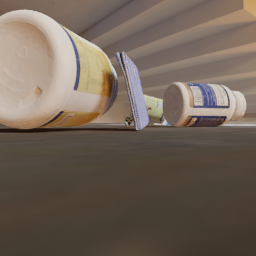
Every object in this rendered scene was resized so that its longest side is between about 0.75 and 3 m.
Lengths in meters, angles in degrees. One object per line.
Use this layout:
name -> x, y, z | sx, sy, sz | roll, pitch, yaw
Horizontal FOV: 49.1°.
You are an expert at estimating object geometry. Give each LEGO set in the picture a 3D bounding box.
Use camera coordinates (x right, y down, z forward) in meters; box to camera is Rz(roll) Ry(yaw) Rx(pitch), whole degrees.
LEGO set -> 0.220, -0.391, 8.324 | 0.756, 0.330, 1.164 | -34, 4, 27

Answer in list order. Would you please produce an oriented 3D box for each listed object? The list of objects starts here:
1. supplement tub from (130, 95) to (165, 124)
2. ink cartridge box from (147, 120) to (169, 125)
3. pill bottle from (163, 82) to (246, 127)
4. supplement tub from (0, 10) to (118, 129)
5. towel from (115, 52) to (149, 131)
supplement tub -> 0.846, -0.785, 11.376 | 1.378, 0.999, 0.999 | 14, -1, -10
ink cartridge box -> 1.329, -0.318, 12.985 | 0.971, 0.417, 0.711 | 1, -1, -40
pill bottle -> 2.653, -0.784, 9.648 | 2.641, 1.466, 1.466 | 0, 1, -22
supplement tub -> -1.344, -0.938, 5.436 | 1.864, 1.864, 2.581 | 0, 2, 17
towel -> 0.132, -0.725, 5.946 | 0.243, 1.477, 2.040 | -13, 2, 9
